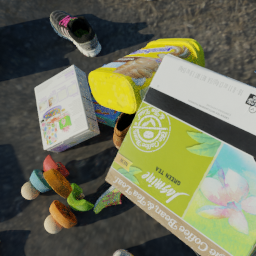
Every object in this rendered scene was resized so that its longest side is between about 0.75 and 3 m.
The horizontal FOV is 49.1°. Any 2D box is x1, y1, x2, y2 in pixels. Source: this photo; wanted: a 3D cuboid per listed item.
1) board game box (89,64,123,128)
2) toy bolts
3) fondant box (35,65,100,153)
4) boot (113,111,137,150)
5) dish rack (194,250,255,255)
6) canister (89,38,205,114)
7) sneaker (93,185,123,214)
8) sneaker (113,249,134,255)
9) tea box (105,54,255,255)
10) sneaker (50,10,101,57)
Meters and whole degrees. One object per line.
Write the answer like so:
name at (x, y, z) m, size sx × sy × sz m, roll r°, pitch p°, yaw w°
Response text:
board game box at (-0.572, -1.067, 9.057) m, size 1.467 × 0.434 × 1.929 m, roll 21°, pitch 66°, yaw 21°
toy bolts at (-2.143, 1.712, 7.383) m, size 1.324 × 1.823 × 1.909 m, roll -43°, pitch 54°, yaw -6°
fondant box at (-1.899, -0.567, 8.516) m, size 1.603 × 0.647 × 2.222 m, roll -25°, pitch 64°, yaw 19°
boot at (0.104, -0.336, 8.281) m, size 0.732 × 1.482 × 1.909 m, roll 30°, pitch 69°, yaw 13°
dish rack at (2.230, 2.522, 7.461) m, size 2.014 × 0.716 × 2.626 m, roll -31°, pitch 68°, yaw -15°
canister at (0.442, -1.300, 6.670) m, size 2.319 × 1.003 × 1.722 m, roll -33°, pitch 32°, yaw -30°
sneaker at (-0.448, 1.984, 7.804) m, size 1.196 × 0.467 × 0.540 m, roll -42°, pitch 75°, yaw -17°
sneaker at (0.309, 3.815, 6.736) m, size 0.736 × 0.885 × 1.964 m, roll -42°, pitch 72°, yaw -17°
tea box at (1.631, 0.552, 5.451) m, size 2.896 × 1.935 × 2.849 m, roll 30°, pitch 100°, yaw 33°
sneaker at (-1.926, -3.623, 9.988) m, size 0.904 × 1.072 × 2.452 m, roll -41°, pitch 72°, yaw -16°
